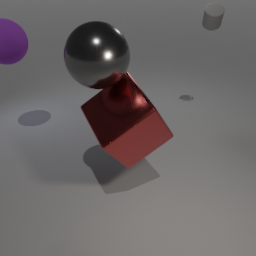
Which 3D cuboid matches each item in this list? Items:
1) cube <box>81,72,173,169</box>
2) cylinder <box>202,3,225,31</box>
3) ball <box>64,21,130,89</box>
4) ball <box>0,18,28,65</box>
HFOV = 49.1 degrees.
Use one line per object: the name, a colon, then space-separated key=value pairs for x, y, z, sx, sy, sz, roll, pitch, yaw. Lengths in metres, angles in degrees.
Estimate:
cube: x=-0.010 y=-0.150 z=6.674 sx=1.400 sy=1.400 sz=1.400 roll=-36 pitch=54 yaw=5
cylinder: x=3.143 y=-4.110 z=10.355 sx=0.700 sy=0.700 sz=0.700 roll=-2 pitch=64 yaw=4
ball: x=-0.653 y=-1.528 z=5.960 sx=1.400 sy=1.400 sz=1.400 roll=0 pitch=29 yaw=0
ball: x=-3.896 y=-2.723 z=8.865 sx=1.400 sy=1.400 sz=1.400 roll=0 pitch=29 yaw=0
